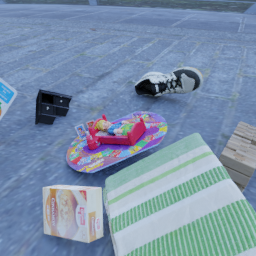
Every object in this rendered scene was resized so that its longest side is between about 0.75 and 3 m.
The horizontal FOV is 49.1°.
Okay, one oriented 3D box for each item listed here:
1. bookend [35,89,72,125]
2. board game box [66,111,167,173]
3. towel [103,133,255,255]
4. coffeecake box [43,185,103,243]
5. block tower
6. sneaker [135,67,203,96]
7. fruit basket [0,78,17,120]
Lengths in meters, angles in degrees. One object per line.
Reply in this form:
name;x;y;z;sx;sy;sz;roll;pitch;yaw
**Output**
bookend;-2.335;-0.583;8.867;1.077;0.499;1.084;11;48;-26
board game box;-0.386;0.069;7.124;2.733;0.532;2.159;-23;27;-5
towel;0.694;1.380;4.361;2.183;0.335;2.862;-28;32;5
coffeecake box;-0.977;1.454;4.896;1.088;0.835;0.397;-5;-5;34
block tower;2.623;0.550;6.500;0.739;0.690;2.556;26;27;22
sneaker;1.364;-1.480;9.906;2.544;0.962;1.115;0;27;42
fruit basket;-3.977;-0.353;6.197;2.455;2.650;1.242;37;10;18
